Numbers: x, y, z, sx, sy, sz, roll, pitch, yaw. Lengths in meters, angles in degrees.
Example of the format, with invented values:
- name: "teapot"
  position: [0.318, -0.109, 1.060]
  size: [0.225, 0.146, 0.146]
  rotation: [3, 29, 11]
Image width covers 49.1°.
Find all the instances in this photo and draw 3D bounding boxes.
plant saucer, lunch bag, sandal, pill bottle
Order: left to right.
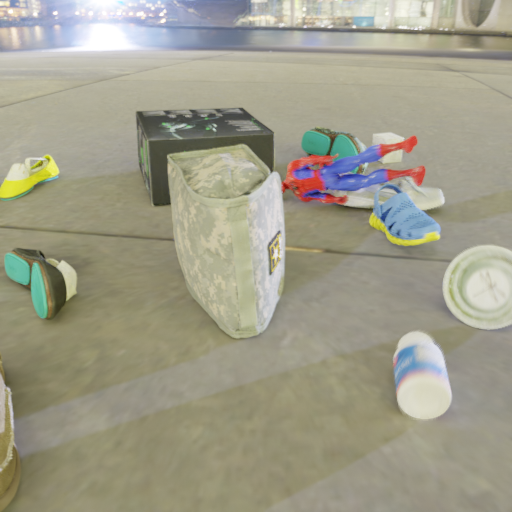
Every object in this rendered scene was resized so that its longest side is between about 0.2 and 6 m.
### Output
- name: "lunch bag"
  position: [-0.338, -0.263, 7.497]
  size: [1.379, 1.924, 2.346]
  rotation: [-10, 28, -13]
- name: "sandal"
  position: [2.489, -0.716, 9.636]
  size: [0.741, 0.811, 1.864]
  rotation: [-11, 22, -15]
- name: "pill bottle"
  position: [1.750, 1.236, 5.996]
  size: [0.534, 0.534, 0.951]
  rotation: [4, 24, 8]
- name: "plant saucer"
  position: [3.035, 0.424, 7.348]
  size: [1.100, 1.100, 0.276]
  rotation: [16, -4, 31]

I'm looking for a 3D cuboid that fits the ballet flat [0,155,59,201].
- name: "ballet flat"
  position: [-5.019, -1.780, 12.251]
  size: [0.614, 0.616, 1.837]
  rotation: [6, 26, 17]

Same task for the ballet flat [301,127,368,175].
- name: "ballet flat"
  position: [2.116, -2.497, 13.436]
  size: [1.074, 1.074, 2.892]
  rotation: [-9, 30, -18]

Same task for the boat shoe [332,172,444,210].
- name: "boat shoe"
  position: [2.596, -1.299, 11.045]
  size: [2.169, 0.695, 0.799]
  rotation: [6, 18, 14]

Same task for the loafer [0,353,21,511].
- name: "loafer"
  position: [-2.790, 1.422, 5.212]
  size: [0.957, 0.849, 2.518]
  rotation: [-13, 28, -25]

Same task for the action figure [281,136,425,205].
- name: "action figure"
  position: [1.525, -1.517, 10.649]
  size: [3.109, 1.017, 0.804]
  rotation: [-6, 32, 38]

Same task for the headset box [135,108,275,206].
- name: "headset box"
  position: [-1.186, -2.279, 12.368]
  size: [2.642, 1.407, 3.034]
  rotation: [-7, 26, -15]

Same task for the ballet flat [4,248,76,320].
- name: "ballet flat"
  position: [-2.948, 0.291, 7.888]
  size: [0.676, 0.672, 1.975]
  rotation: [-6, 24, -37]

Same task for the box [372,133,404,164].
- name: "box"
  position: [3.341, -2.755, 14.294]
  size: [0.546, 0.634, 0.637]
  rotation: [-9, 27, -18]
